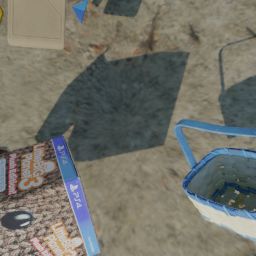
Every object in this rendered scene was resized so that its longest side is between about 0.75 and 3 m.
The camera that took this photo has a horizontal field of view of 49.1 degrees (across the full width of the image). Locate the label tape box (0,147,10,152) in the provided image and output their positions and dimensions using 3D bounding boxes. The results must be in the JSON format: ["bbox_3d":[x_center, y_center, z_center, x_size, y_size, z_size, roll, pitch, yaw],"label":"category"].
[{"bbox_3d":[-3.469,1.103,5.809,1.471,2.053,0.679,-46,79,8],"label":"label tape box"}]

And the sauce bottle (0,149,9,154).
[{"bbox_3d":[-2.532,0.601,5.746,0.297,0.900,0.297,-12,62,24],"label":"sauce bottle"}]

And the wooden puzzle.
[{"bbox_3d":[-2.211,-2.694,6.762,2.335,0.273,1.575,10,102,-6],"label":"wooden puzzle"}]

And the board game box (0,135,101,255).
[{"bbox_3d":[-2.111,1.697,5.165,2.710,2.161,1.312,-18,36,-14],"label":"board game box"}]

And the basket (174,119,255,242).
[{"bbox_3d":[2.003,0.898,5.417,1.622,2.331,2.056,-44,34,-25],"label":"basket"}]
